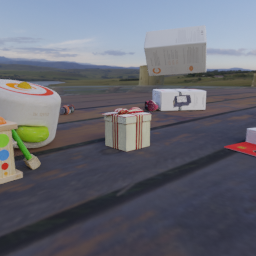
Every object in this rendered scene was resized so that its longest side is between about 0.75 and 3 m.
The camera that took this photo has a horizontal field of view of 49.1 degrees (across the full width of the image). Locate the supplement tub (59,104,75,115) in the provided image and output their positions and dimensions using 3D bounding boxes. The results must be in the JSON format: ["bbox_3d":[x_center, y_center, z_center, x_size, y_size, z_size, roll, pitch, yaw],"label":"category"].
[{"bbox_3d":[-3.204,-0.960,14.671,0.483,0.483,0.904,4,11,20],"label":"supplement tub"}]

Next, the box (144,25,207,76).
[{"bbox_3d":[1.726,-2.736,10.066,2.102,1.308,1.025,-1,52,13],"label":"box"}]

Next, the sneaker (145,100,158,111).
[{"bbox_3d":[1.435,-1.321,16.135,0.592,0.639,1.585,0,10,-13],"label":"sneaker"}]

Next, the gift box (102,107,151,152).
[{"bbox_3d":[-0.105,-0.027,8.173,1.215,1.134,1.121,11,15,41],"label":"gift box"}]

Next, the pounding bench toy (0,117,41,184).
[{"bbox_3d":[-2.670,0.354,5.804,1.026,1.288,1.652,10,15,41],"label":"pounding bench toy"}]

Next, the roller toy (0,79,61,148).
[{"bbox_3d":[-3.185,-0.539,8.254,2.398,1.676,2.188,15,15,3],"label":"roller toy"}]

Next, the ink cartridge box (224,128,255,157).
[{"bbox_3d":[4.114,0.429,7.547,1.944,0.493,2.207,-5,12,-28],"label":"ink cartridge box"}]

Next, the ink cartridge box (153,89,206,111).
[{"bbox_3d":[2.984,-1.716,16.751,2.723,1.148,1.971,-2,11,-9],"label":"ink cartridge box"}]
